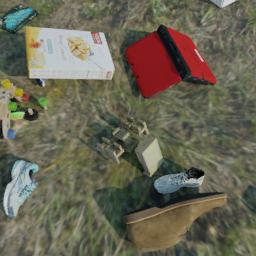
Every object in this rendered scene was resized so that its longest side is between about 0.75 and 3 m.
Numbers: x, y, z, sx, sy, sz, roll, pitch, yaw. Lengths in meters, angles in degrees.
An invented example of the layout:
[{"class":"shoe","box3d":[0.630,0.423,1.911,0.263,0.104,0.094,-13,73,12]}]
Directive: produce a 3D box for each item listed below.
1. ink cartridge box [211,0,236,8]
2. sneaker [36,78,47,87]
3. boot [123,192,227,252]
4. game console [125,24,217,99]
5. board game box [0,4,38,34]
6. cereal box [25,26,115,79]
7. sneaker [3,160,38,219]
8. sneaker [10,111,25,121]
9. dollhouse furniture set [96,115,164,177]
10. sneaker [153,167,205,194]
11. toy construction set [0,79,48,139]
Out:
[{"class":"ink cartridge box","box3d":[4.091,-5.929,11.398,2.008,0.847,1.454,-30,62,-18]},{"class":"sneaker","box3d":[-2.745,-1.616,8.916,0.338,0.332,0.876,-6,43,-26]},{"class":"boot","box3d":[1.188,2.090,6.460,2.453,0.903,0.926,-16,78,-5]},{"class":"game console","box3d":[1.368,-2.065,9.252,2.092,1.441,2.428,8,49,-34]},{"class":"board game box","box3d":[-4.247,-4.180,10.682,0.930,0.194,1.375,27,61,16]},{"class":"cereal box","box3d":[-1.859,-2.372,8.890,2.581,0.510,1.857,-4,57,-21]},{"class":"sneaker","box3d":[-2.603,1.468,6.888,0.637,0.572,1.475,3,58,-2]},{"class":"sneaker","box3d":[-3.504,-0.439,8.201,0.993,0.381,0.416,-3,62,-4]},{"class":"dollhouse furniture set","box3d":[0.145,0.542,7.487,1.416,0.941,1.241,23,58,40]},{"class":"sneaker","box3d":[1.271,1.220,6.924,1.297,0.746,0.489,-10,58,-6]},{"class":"toy construction set","box3d":[-3.671,-0.854,7.752,2.059,1.582,1.717,26,61,16]}]
